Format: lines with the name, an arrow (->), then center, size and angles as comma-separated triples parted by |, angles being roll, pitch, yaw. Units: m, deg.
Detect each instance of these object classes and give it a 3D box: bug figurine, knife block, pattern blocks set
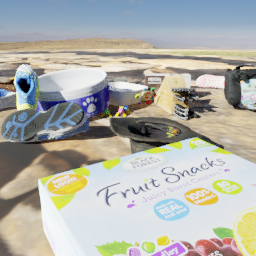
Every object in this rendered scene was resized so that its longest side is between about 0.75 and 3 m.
bug figurine -> -0.486, -0.640, 9.840 | 1.183, 0.304, 0.917 | 0, 20, -2
knife block -> 1.729, -0.830, 10.083 | 0.702, 2.194, 1.926 | -4, 64, -14
pattern blocks set -> 0.674, -1.188, 10.411 | 0.854, 0.972, 0.079 | 0, 58, -28

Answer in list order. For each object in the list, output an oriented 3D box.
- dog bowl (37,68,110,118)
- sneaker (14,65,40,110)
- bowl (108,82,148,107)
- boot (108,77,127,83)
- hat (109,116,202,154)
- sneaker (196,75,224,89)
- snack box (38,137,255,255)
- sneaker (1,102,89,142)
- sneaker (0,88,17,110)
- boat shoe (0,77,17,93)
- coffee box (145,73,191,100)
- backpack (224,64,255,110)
dog bowl -> -2.002, -1.208, 9.725 | 2.714, 1.069, 2.714 | -5, 27, 3
sneaker -> -2.891, -1.356, 8.076 | 0.728, 1.009, 1.921 | -5, 56, -21
bowl -> -0.297, -1.369, 11.315 | 1.849, 0.690, 1.847 | 15, 23, 38
boot -> -0.979, -2.328, 14.359 | 1.497, 0.543, 1.361 | -8, 6, -42
hat -> 0.536, 0.328, 6.280 | 2.111, 0.851, 2.111 | 9, 17, -3
sneaker -> 4.411, -2.301, 14.044 | 1.791, 0.674, 0.936 | -1, 14, -14
snack box -> 0.644, 1.173, 3.556 | 2.896, 0.980, 2.442 | -10, 23, -29
sneaker -> -2.195, 0.006, 7.426 | 2.481, 0.939, 0.956 | -5, -22, 13
sneaker -> -5.120, -1.102, 10.459 | 1.065, 0.735, 1.915 | 16, 20, 25
boat shoe -> -4.732, -1.750, 12.118 | 2.670, 0.902, 0.961 | -17, 26, -41
coffee box -> 1.643, -1.749, 11.870 | 1.881, 1.063, 0.751 | 2, 18, 3
backpack -> 4.859, -1.426, 10.124 | 2.536, 1.605, 2.116 | 3, 22, 12
